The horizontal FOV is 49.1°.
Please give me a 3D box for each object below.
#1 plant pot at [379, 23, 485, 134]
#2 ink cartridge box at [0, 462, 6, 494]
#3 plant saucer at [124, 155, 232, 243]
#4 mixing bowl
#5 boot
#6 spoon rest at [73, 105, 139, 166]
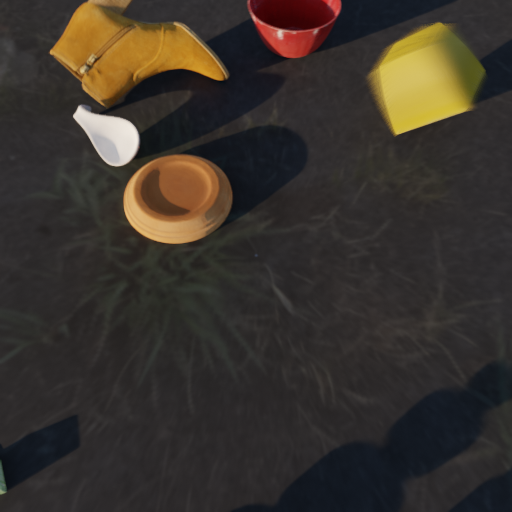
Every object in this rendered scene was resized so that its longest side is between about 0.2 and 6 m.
[{"bbox_3d":[2.869,-3.087,9.511,1.337,1.179,1.337,-11,36,46],"label":"plant pot"},{"bbox_3d":[-3.525,2.651,6.993,0.616,0.203,0.847,-20,62,-12],"label":"ink cartridge box"},{"bbox_3d":[-1.297,-1.032,9.241,1.801,0.337,1.801,0,57,0],"label":"plant saucer"},{"bbox_3d":[0.739,-4.614,11.136,1.777,0.962,1.777,0,58,0],"label":"mixing bowl"},{"bbox_3d":[-2.135,-3.535,10.438,2.836,0.998,2.030,34,89,-16],"label":"boot"},{"bbox_3d":[-2.666,-2.173,9.806,1.618,0.490,0.804,37,101,24],"label":"spoon rest"}]
